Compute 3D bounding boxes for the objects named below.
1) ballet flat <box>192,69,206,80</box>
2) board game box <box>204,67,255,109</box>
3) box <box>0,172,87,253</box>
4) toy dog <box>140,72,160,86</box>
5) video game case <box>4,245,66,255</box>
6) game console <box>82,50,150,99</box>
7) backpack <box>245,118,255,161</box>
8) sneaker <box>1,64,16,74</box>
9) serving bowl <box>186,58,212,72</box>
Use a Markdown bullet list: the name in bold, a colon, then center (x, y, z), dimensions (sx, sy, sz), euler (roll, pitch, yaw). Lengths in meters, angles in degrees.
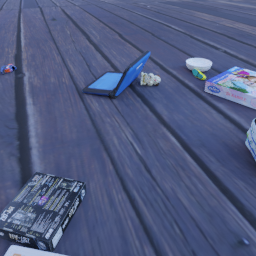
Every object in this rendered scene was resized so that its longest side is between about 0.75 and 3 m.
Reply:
- **ballet flat**: center (3.216, -2.393, 12.606), dimensions (0.295, 0.294, 0.879), euler (9, 30, -28)
- **board game box**: center (4.763, -1.669, 11.214), dimensions (2.401, 0.495, 2.406), euler (28, 42, 37)
- **box**: center (-1.838, 1.719, 6.064), dimensions (1.331, 0.362, 1.662), euler (9, 34, 13)
- **toy dog**: center (0.975, -2.009, 11.821), dimensions (0.791, 0.552, 0.767), euler (7, -2, 14)
- **video game case**: center (-1.245, 3.105, 3.962), dimensions (2.484, 0.301, 2.729), euler (6, 33, 10)
- **game console**: center (-0.452, -2.325, 11.470), dimensions (1.451, 2.093, 2.452), euler (34, 39, 2)
- **backpack**: center (3.890, 0.428, 7.426), dimensions (1.421, 1.339, 1.742), euler (-7, 55, -7)
- **sneaker**: center (-5.586, -2.752, 13.081), dimensions (0.352, 0.338, 0.897), euler (17, 38, 16)
- **serving bowl**: center (3.343, -2.948, 13.303), dimensions (1.208, 0.397, 1.208), euler (1, 33, 0)
